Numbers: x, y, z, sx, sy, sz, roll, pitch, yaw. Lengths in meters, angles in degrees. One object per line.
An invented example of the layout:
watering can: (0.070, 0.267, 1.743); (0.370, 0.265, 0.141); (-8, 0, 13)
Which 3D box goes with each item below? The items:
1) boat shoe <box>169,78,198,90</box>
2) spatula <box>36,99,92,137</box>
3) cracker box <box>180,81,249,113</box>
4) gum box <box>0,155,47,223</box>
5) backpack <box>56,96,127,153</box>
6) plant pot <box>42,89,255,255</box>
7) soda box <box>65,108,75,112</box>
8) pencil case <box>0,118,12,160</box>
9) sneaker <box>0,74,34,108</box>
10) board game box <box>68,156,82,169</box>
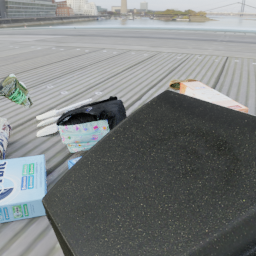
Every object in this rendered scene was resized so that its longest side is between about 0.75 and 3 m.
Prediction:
boat shoe: (2.785, -2.132, 14.049); (1.495, 0.566, 0.552); (2, 29, 24)
spatula: (-2.240, -0.422, 10.085); (2.189, 0.176, 1.522); (-20, 30, -6)
cracker box: (2.368, -0.208, 8.429); (0.749, 1.740, 2.598); (-7, 26, -15)
gum box: (-3.043, 1.402, 6.464); (2.231, 0.497, 1.896); (-7, 26, -14)
backpack: (-1.060, -0.069, 8.068); (1.944, 1.230, 1.622); (-12, 17, 11)
plant pot: (0.590, 1.506, 3.743); (2.571, 2.899, 2.892); (-26, 31, -24)
soda box: (-2.067, -0.356, 10.365); (0.404, 0.376, 1.185); (-8, 26, -16)
pencil case: (-3.886, 0.382, 8.168); (0.787, 0.905, 2.024); (31, 12, -26)
sneaker: (-3.585, -1.101, 9.145); (0.954, 0.828, 2.154); (44, 0, -1)
board game box: (0.095, 1.177, 6.852); (2.073, 0.501, 2.740); (-18, 27, -33)
